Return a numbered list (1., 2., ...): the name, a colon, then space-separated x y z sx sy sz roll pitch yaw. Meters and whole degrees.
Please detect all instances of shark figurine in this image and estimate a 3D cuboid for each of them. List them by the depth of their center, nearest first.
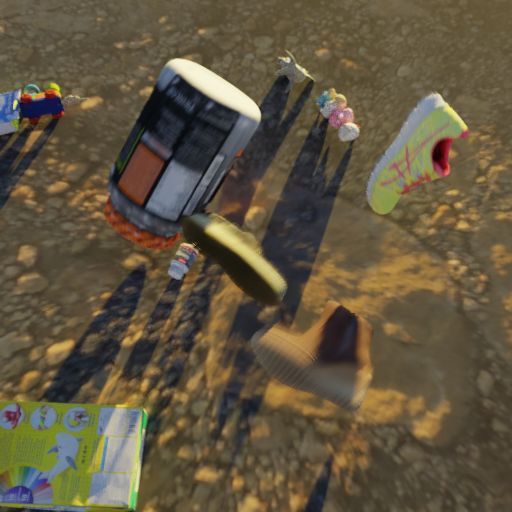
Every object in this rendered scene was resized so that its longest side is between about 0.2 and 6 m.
1. shark figurine: 0.796 -3.928 12.356 0.982 1.644 0.686 36 105 -12

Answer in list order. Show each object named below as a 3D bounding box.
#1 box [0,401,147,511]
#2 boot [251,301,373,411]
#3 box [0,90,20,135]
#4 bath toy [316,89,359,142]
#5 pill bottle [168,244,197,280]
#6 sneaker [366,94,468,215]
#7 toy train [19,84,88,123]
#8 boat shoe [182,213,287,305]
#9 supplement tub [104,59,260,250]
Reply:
1. box: -3.050 3.028 8.504 2.565 0.620 1.505 4 61 -1
2. boot: 0.949 1.329 8.836 2.050 0.742 1.706 33 40 -10
3. box: -5.658 -2.958 11.916 1.472 0.351 0.898 -13 61 3
4. bath toy: 1.830 -2.981 11.999 0.490 0.577 1.326 5 49 -44
5. pill bottle: -1.362 0.114 10.290 0.359 0.359 0.601 20 62 11
6. sneaker: 2.714 -1.507 9.533 0.894 2.289 1.033 -21 57 -43
7. toy train: -4.398 -3.470 12.240 1.449 0.613 0.838 -13 48 -7
8. boat shoe: -0.253 -0.066 8.849 2.078 0.761 0.673 41 49 18
9. supplement tub: -1.372 -1.671 9.689 1.806 2.948 1.806 29 23 -14
